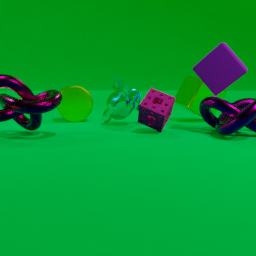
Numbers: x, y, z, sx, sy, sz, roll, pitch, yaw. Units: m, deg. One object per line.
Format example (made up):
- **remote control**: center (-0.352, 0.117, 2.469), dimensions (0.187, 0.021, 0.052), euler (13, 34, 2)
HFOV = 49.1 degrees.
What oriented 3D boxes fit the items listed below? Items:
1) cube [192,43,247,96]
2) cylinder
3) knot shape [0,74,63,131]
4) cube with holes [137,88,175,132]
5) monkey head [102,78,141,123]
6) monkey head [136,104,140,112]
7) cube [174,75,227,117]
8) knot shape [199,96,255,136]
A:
- **cube**: center (2.486, -1.595, 7.539), dimensions (0.976, 0.976, 0.976), euler (-41, -3, 28)
- **cylinder**: center (-1.967, -0.902, 10.133), dimensions (1.252, 1.252, 1.252), euler (-2, 9, -16)
- **knot shape**: center (-2.464, -0.578, 6.741), dimensions (1.801, 0.889, 1.924), euler (-7, -18, 6)
- **cube with holes**: center (0.748, -0.477, 7.476), dimensions (0.713, 0.713, 0.713), euler (24, 56, 14)
- **monkey head**: center (-0.305, -0.953, 9.076), dimensions (1.083, 1.293, 1.797), euler (-27, -15, -41)
- **monkey head**: center (0.727, -0.683, 9.356), dimensions (0.833, 0.698, 1.158), euler (-53, 7, -34)
- **cube**: center (2.525, -1.098, 9.983), dimensions (1.141, 1.141, 1.141), euler (25, 6, -24)
- **knot shape**: center (2.966, -0.316, 7.169), dimensions (1.879, 0.928, 2.008), euler (1, 7, -15)
